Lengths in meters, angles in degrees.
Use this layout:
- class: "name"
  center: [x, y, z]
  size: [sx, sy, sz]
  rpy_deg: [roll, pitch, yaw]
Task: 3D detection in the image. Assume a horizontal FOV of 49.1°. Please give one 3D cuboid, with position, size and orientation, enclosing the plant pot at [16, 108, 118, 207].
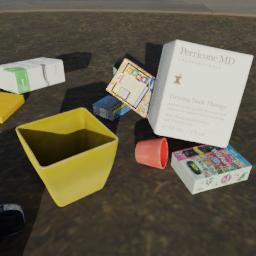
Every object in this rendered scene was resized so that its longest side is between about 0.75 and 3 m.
- class: "plant pot"
  center: [-1.652, 0.901, 7.931]
  size: [2.099, 1.852, 2.100]
  rpy_deg: [-20, 38, -28]

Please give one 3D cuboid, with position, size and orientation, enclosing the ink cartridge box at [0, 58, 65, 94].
- class: "ink cartridge box"
  center: [-3.476, -1.937, 10.088]
  size: [1.422, 0.819, 1.948]
  rpy_deg: [19, 32, 38]

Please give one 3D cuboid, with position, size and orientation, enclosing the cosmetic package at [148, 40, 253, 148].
- class: "cosmetic package"
  center: [2.100, -1.166, 9.066]
  size: [2.320, 2.773, 2.306]
  rpy_deg: [11, 13, -4]

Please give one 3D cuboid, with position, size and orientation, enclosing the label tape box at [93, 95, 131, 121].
- class: "label tape box"
  center: [-0.543, -0.795, 11.750]
  size: [1.542, 0.488, 1.112]
  rpy_deg: [21, 39, 29]

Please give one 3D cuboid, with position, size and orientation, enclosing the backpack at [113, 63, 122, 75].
- class: "backpack"
  center: [-0.087, -2.802, 14.345]
  size: [1.132, 0.987, 1.288]
  rpy_deg: [-16, 29, -20]

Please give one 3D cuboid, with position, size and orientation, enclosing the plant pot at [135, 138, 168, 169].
- class: "plant pot"
  center: [0.753, 0.789, 9.015]
  size: [0.867, 0.979, 0.979]
  rpy_deg: [1, 32, 23]

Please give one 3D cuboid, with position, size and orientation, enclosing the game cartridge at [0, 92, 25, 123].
- class: "game cartridge"
  center: [-5.991, -0.961, 12.170]
  size: [2.367, 0.384, 2.086]
  rpy_deg: [8, 34, 8]

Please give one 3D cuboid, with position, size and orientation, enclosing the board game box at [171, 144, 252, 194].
- class: "board game box"
  center: [2.520, 1.156, 8.683]
  size: [1.924, 0.618, 1.419]
  rpy_deg: [-11, 35, -17]

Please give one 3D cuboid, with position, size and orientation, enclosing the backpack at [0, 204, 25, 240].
- class: "backpack"
  center: [-2.984, 2.261, 6.887]
  size: [0.837, 0.879, 0.677]
  rpy_deg: [-6, 21, -15]

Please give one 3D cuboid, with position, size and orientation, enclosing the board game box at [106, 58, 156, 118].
- class: "board game box"
  center: [0.325, -1.558, 10.960]
  size: [1.970, 1.492, 0.456]
  rpy_deg: [38, 15, 13]
